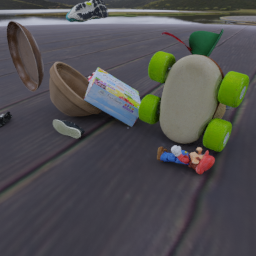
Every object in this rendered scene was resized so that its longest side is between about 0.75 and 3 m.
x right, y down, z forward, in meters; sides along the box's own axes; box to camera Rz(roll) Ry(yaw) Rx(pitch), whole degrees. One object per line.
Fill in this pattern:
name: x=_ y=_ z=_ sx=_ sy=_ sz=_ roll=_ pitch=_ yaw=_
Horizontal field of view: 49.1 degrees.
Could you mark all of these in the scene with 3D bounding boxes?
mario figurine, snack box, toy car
mario figurine: x=1.319 y=0.583 z=6.281 sx=1.223 sy=0.648 sz=0.755 roll=9 pitch=27 yaw=22
snack box: x=-0.451 y=-1.049 z=8.920 sx=1.674 sy=0.672 sz=1.985 roll=29 pitch=19 yaw=-15
toy car: x=2.122 y=-0.870 z=7.946 sx=2.369 sy=2.276 sz=2.884 roll=24 pitch=22 yaw=28

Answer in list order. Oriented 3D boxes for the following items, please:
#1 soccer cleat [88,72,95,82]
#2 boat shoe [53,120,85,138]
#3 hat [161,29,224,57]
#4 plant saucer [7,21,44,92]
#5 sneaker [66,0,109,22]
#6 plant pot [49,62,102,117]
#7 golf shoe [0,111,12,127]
soccer cleat: x=-1.347 y=-1.534 z=10.910 sx=0.960 sy=0.837 sz=2.511 roll=36 pitch=28 yaw=7
boat shoe: x=-1.658 y=-0.019 z=7.893 sx=1.029 sy=0.385 sz=0.341 roll=16 pitch=28 yaw=28
hat: x=1.935 y=-2.746 z=8.645 sx=1.495 sy=1.406 sz=1.698 roll=30 pitch=-5 yaw=5
plant saucer: x=-1.836 y=-1.288 z=5.062 sx=0.202 sy=1.258 sz=1.258 roll=-26 pitch=35 yaw=-32
sneaker: x=-0.612 y=-1.786 z=4.300 sx=0.323 sy=0.315 sz=0.812 roll=-7 pitch=17 yaw=41
plant pot: x=-1.789 y=-1.053 z=8.923 sx=0.950 sy=2.059 sz=2.059 roll=-43 pitch=17 yaw=16
golf shoe: x=-3.903 y=-0.220 z=8.514 sx=0.386 sy=0.317 sz=0.816 roll=-12 pitch=19 yaw=24
